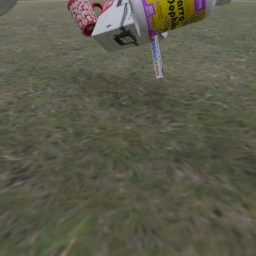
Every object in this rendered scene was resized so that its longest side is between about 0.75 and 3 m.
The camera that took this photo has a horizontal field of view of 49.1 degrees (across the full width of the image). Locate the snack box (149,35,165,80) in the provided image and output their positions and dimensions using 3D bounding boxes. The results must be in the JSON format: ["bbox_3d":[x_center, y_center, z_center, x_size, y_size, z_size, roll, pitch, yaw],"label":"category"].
[{"bbox_3d":[0.757,-1.917,7.370,0.154,1.265,0.455,-9,3,20],"label":"snack box"}]

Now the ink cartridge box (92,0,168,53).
[{"bbox_3d":[0.187,-3.483,8.788,2.321,0.968,1.686,0,64,41],"label":"ink cartridge box"}]

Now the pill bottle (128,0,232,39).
[{"bbox_3d":[0.902,-2.241,4.918,1.694,0.883,0.883,-18,30,3],"label":"pill bottle"}]

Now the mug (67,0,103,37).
[{"bbox_3d":[-1.418,-4.021,9.930,1.144,0.860,1.289,-28,70,10],"label":"mug"}]

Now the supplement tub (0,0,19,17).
[{"bbox_3d":[-1.884,-2.038,3.227,0.843,0.843,1.377,-22,74,-33],"label":"supplement tub"}]
